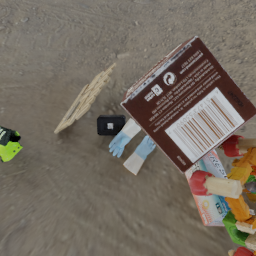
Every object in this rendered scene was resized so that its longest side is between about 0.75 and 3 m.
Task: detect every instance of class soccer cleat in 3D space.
[{"bbox_3d":[-3.237,0.250,7.389,0.694,0.578,1.711,-37,44,-12],"label":"soccer cleat"}]

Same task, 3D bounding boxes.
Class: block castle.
[{"bbox_3d":[2.318,1.466,5.468,1.654,2.475,1.161,-41,19,-27],"label":"block castle"}]

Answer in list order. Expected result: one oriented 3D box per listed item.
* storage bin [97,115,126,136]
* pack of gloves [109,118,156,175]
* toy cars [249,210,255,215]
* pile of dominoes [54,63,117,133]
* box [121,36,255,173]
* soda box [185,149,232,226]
[{"bbox_3d":[-0.453,-0.084,7.786,0.782,0.529,0.367,0,12,1],"label":"storage bin"},{"bbox_3d":[0.163,0.437,7.329,1.026,0.241,1.222,39,60,-2],"label":"pack of gloves"},{"bbox_3d":[2.979,1.890,6.373,1.447,0.320,0.649,-35,58,-25],"label":"toy cars"},{"bbox_3d":[-1.099,-0.789,7.993,0.345,1.690,2.169,41,52,-22],"label":"pile of dominoes"},{"bbox_3d":[1.069,-0.538,5.780,1.767,2.130,1.749,-42,98,8],"label":"box"},{"bbox_3d":[1.865,1.201,6.561,0.643,0.692,2.023,11,45,-29],"label":"soda box"}]
